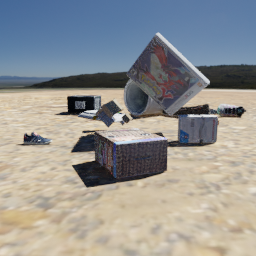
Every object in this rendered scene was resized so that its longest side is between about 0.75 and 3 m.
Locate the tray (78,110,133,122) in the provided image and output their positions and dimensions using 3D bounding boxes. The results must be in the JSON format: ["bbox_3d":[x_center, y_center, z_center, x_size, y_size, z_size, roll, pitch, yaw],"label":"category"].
[{"bbox_3d":[-1.145,-0.619,13.666,2.654,0.294,1.425,10,15,43],"label":"tray"}]

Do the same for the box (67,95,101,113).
[{"bbox_3d":[-2.443,-1.376,15.856,1.570,0.973,1.543,2,10,8],"label":"box"}]

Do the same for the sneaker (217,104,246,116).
[{"bbox_3d":[5.358,-0.890,14.139,1.658,0.644,1.159,-9,13,-39],"label":"sneaker"}]

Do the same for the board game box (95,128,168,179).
[{"bbox_3d":[0.012,0.500,6.308,1.179,0.716,1.478,-5,11,-24],"label":"board game box"}]

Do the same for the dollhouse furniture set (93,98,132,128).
[{"bbox_3d":[-0.719,-0.305,10.239,1.195,1.128,0.780,-42,-2,36],"label":"dollhouse furniture set"}]

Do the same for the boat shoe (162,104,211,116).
[{"bbox_3d":[2.920,-0.938,14.139,2.574,0.733,0.860,8,13,36],"label":"boat shoe"}]

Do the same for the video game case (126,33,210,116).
[{"bbox_3d":[1.260,-1.713,9.577,0.265,2.303,2.098,-48,2,-40],"label":"video game case"}]

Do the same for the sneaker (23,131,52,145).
[{"bbox_3d":[-2.728,0.293,8.424,0.886,0.374,0.332,1,10,2],"label":"sneaker"}]

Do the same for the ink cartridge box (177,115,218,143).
[{"bbox_3d":[2.141,0.018,8.673,1.127,0.818,0.472,0,10,0],"label":"ink cartridge box"}]

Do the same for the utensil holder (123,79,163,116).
[{"bbox_3d":[1.261,-1.703,15.042,2.323,1.974,1.974,-7,12,-40],"label":"utensil holder"}]

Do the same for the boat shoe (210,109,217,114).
[{"bbox_3d":[4.721,-0.894,15.223,0.864,0.302,0.286,1,-3,14],"label":"boat shoe"}]
